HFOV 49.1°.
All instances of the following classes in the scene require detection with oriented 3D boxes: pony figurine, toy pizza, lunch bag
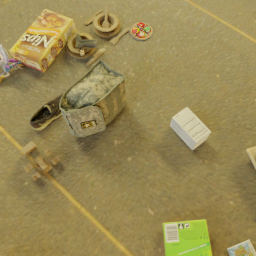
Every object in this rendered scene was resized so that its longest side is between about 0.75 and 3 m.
[{"bbox_3d":[-5.164,-2.666,11.621,1.264,1.053,1.220,-42,104,-20],"label":"pony figurine"},{"bbox_3d":[0.612,-4.441,12.750,1.048,0.166,1.048,0,66,0],"label":"toy pizza"},{"bbox_3d":[-1.244,-0.844,10.099,1.430,1.995,2.433,38,72,19],"label":"lunch bag"}]

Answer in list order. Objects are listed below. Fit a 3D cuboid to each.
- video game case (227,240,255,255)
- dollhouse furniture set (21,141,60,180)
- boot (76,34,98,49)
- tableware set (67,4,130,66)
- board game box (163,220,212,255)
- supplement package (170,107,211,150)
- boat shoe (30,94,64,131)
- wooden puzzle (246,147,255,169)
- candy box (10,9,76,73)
[{"bbox_3d":[3.688,4.074,8.918,0.810,0.089,0.737,-19,67,-7],"label":"video game case"},{"bbox_3d":[-3.242,1.110,10.081,1.084,0.768,1.180,-41,93,-16],"label":"dollhouse furniture set"},{"bbox_3d":[-1.750,-3.736,11.998,0.921,0.334,0.838,-8,68,5],"label":"boot"},{"bbox_3d":[-1.505,-4.223,12.418,1.929,0.585,2.918,38,71,16],"label":"tableware set"},{"bbox_3d":[1.860,4.275,8.288,1.391,0.437,2.912,-9,53,11],"label":"board game box"},{"bbox_3d":[2.293,0.026,10.392,0.761,0.759,1.298,-35,70,-14],"label":"supplement package"},{"bbox_3d":[-2.986,-0.668,10.793,0.684,0.605,1.868,34,70,14],"label":"boat shoe"},{"bbox_3d":[5.528,1.371,9.739,2.234,0.517,2.069,-12,66,-15],"label":"wooden puzzle"},{"bbox_3d":[-3.616,-3.799,12.100,1.522,0.729,2.637,24,68,15],"label":"candy box"}]
